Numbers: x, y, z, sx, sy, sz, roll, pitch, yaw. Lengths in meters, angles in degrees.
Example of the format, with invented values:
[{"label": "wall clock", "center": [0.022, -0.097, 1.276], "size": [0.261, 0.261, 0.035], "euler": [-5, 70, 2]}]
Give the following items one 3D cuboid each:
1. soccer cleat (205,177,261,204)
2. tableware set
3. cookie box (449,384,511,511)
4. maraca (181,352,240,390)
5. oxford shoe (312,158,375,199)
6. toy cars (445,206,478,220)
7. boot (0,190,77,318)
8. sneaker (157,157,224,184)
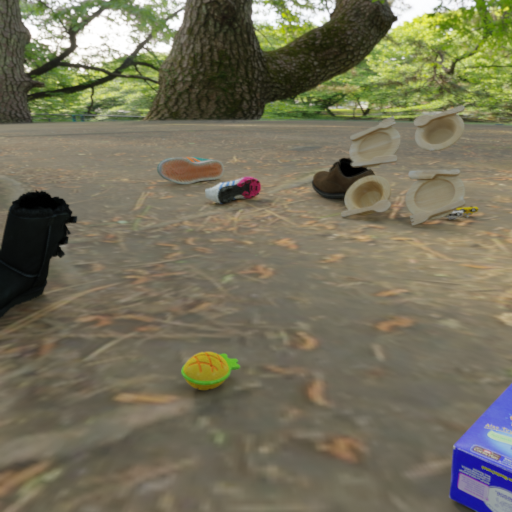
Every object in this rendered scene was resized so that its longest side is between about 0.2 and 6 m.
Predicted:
[{"label": "soccer cleat", "center": [-0.600, -1.742, 14.516], "size": [0.728, 0.589, 1.686], "euler": [14, 22, 39]}, {"label": "tableware set", "center": [3.302, -2.028, 12.659], "size": [2.756, 0.383, 3.299], "euler": [-7, 56, 30]}, {"label": "cookie box", "center": [2.190, 1.505, 4.066], "size": [1.088, 0.478, 1.272], "euler": [15, 23, 41]}, {"label": "maraca", "center": [-0.450, 1.120, 5.577], "size": [0.446, 0.348, 0.651], "euler": [23, 23, 31]}, {"label": "oxford shoe", "center": [2.268, -2.036, 14.386], "size": [0.969, 1.126, 2.667], "euler": [-26, 23, -21]}, {"label": "toy cars", "center": [4.557, -0.936, 12.555], "size": [0.986, 0.218, 0.442], "euler": [-14, 17, -30]}, {"label": "boot", "center": [-3.146, -0.008, 7.180], "size": [0.670, 1.483, 1.810], "euler": [32, 23, 11]}, {"label": "sneaker", "center": [-2.144, -2.647, 17.275], "size": [2.267, 0.809, 0.906], "euler": [-6, 14, -40]}]
